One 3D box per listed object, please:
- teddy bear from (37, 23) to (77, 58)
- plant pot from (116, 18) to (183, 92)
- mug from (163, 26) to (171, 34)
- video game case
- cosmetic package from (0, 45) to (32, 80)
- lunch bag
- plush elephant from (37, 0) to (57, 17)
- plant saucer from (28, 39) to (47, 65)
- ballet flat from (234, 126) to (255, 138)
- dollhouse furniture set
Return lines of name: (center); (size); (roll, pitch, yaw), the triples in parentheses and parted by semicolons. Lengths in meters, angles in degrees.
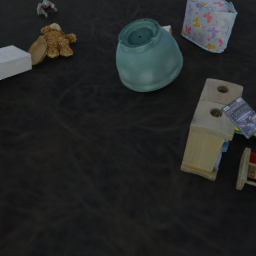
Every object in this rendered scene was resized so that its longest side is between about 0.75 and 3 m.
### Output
teddy bear: (-3.028, -3.748, 11.889); (1.608, 0.741, 2.218); (1, 49, -2)
plant pot: (0.593, -2.759, 9.956); (2.455, 1.645, 2.455); (-10, 55, 15)
mug: (1.213, -3.608, 11.750); (1.139, 1.387, 1.111); (3, 81, 14)
video game case: (2.455, -0.234, 5.938); (0.589, 0.078, 0.825); (-31, 72, -19)
cosmetic package: (-4.981, -2.227, 10.198); (1.130, 0.693, 2.737); (27, 40, 24)
lunch bag: (3.467, -4.394, 11.737); (1.359, 1.812, 2.137); (-27, 53, -22)
plush elephant: (-4.106, -5.865, 13.766); (1.015, 0.786, 0.836); (31, 4, -15)
plant saucer: (-3.623, -3.023, 11.283); (1.174, 0.208, 1.174); (-14, 64, 31)
ballet flat: (3.889, -0.068, 8.523); (2.563, 0.859, 0.856); (24, 19, 17)
dollhouse furniture set: (3.153, 0.278, 7.539); (2.816, 1.984, 1.973); (17, 51, 15)
